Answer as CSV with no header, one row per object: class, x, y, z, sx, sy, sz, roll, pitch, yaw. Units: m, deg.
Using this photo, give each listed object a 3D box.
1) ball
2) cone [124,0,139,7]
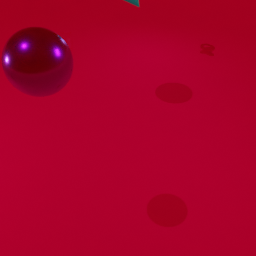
ball,-1.138,-0.833,3.575,0.871,0.871,0.871,0,45,0
cone,-0.035,-3.610,7.275,1.199,1.203,1.199,-22,48,27
